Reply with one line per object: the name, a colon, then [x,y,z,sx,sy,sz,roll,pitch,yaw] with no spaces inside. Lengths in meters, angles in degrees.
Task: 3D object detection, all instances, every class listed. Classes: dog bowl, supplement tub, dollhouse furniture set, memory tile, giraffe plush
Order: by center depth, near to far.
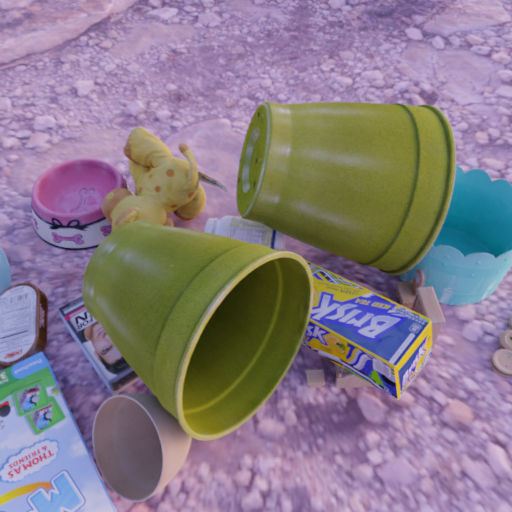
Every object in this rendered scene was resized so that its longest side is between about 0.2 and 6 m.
dollhouse furniture set: [1.813,1.076,9.186,2.146,1.048,1.830,-3,48,-3]
memory tile: [4.875,1.525,9.381,1.447,0.158,1.888,28,55,23]
supplement tub: [-0.197,-0.193,10.302,1.432,1.038,1.038,6,49,6]
giraffe plush: [-1.997,-0.971,10.516,2.379,2.053,1.929,22,63,43]
dog bowl: [-3.523,-1.143,11.323,2.128,0.785,2.128,0,48,1]

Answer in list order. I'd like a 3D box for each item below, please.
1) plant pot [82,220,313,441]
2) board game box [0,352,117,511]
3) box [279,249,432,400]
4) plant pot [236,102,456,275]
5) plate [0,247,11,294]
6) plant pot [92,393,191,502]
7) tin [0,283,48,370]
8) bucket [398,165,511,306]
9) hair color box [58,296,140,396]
plant pot: [-1.033,0.732,8.043,2.617,2.718,2.718,26,53,31]
board game box: [-3.502,3.066,7.748,2.303,0.557,3.045,-26,54,-22]
box: [1.255,0.995,8.901,2.912,0.936,1.020,27,60,36]
plant pot: [1.234,-1.353,9.416,2.850,2.960,2.960,9,47,-14]
plate: [-5.491,0.372,9.548,2.427,0.310,2.427,10,65,-22]
plant pot: [-1.458,2.546,7.840,1.415,1.415,0.950,39,24,29]
tin: [-4.010,1.169,9.444,0.902,0.337,1.611,-18,55,5]
bucket: [3.603,-0.360,10.129,2.368,1.541,2.368,0,49,0]
hair color box: [-2.455,1.363,9.272,0.866,0.531,1.750,-30,56,-25]
